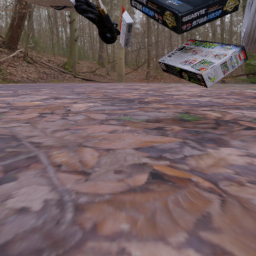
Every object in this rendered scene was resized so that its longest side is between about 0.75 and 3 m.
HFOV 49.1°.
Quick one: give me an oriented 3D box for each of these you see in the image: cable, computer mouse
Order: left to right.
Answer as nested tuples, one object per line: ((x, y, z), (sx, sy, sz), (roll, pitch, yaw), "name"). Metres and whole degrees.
((-1.423, -2.466, 5.342), (2.632, 0.577, 1.443), (32, 8, 9), "computer mouse")
((3.689, -3.228, 7.605), (0.844, 2.438, 2.439), (10, -30, 13), "cable")

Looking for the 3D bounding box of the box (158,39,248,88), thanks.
((2.014, -1.945, 8.045), (1.362, 0.430, 2.474), (-34, 29, -5), "box")

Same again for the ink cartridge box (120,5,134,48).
((-0.140, -2.887, 7.987), (0.281, 0.799, 0.984), (-13, 52, -20), "ink cartridge box")

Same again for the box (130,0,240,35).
((1.571, -3.819, 8.309), (2.110, 0.611, 2.655), (-26, 47, -16), "box")
